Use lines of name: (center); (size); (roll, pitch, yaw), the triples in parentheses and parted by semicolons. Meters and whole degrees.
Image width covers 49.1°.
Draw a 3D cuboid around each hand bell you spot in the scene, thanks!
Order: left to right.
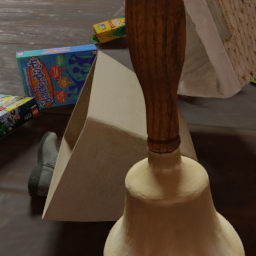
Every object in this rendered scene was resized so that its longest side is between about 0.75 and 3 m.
hand bell: (0.241, 0.015, 2.097); (1.253, 2.406, 1.253); (-7, 23, 3)

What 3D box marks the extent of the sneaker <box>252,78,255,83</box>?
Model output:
sneaker: (4.763, -1.832, 9.954); (1.265, 0.528, 0.468); (26, 42, 30)

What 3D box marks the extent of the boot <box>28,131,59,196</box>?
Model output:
boot: (-1.460, 0.845, 6.336); (1.180, 0.612, 1.806); (4, 42, -5)

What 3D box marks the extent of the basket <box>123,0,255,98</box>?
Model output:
basket: (1.829, -2.544, 6.558); (2.397, 2.954, 2.981); (-32, 17, -8)

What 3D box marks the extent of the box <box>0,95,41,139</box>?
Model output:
box: (-3.919, -0.025, 7.103); (1.920, 0.530, 2.811); (8, 34, 35)

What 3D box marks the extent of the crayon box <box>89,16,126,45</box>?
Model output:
crayon box: (-0.891, -4.785, 13.702); (2.073, 0.527, 1.316); (-19, 40, -5)

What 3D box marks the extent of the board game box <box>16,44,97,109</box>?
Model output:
board game box: (-2.037, -1.541, 8.544); (2.269, 1.725, 0.510); (-10, 37, -13)

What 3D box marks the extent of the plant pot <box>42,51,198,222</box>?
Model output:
plant pot: (-0.086, 0.363, 5.363); (2.098, 2.369, 2.367); (19, 35, -15)
